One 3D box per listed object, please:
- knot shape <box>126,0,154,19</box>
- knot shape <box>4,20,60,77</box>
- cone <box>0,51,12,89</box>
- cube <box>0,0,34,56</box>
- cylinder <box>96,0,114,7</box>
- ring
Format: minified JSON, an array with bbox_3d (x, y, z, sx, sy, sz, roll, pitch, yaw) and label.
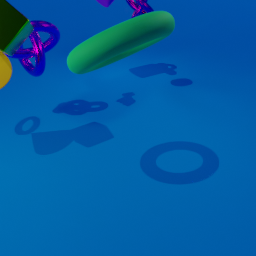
[{"bbox_3d":[0.391,-4.676,10.749,0.729,1.476,1.577,-19,74,-20],"label":"knot shape"},{"bbox_3d":[-2.757,-2.468,7.971,1.738,1.857,0.858,-23,34,18],"label":"knot shape"},{"bbox_3d":[-3.474,-1.130,6.808,1.251,1.256,1.251,7,68,-18],"label":"cone"},{"bbox_3d":[-2.633,-2.153,5.920,0.848,0.848,0.848,-51,14,-1],"label":"cube"},{"bbox_3d":[-0.741,-5.103,9.796,1.185,1.185,1.185,-48,45,1],"label":"cylinder"},{"bbox_3d":[-0.128,-1.452,4.872,1.976,0.395,1.976,-23,10,4],"label":"ring"}]
